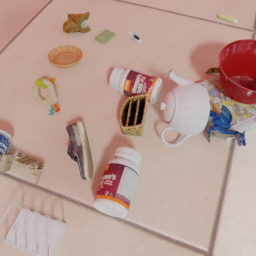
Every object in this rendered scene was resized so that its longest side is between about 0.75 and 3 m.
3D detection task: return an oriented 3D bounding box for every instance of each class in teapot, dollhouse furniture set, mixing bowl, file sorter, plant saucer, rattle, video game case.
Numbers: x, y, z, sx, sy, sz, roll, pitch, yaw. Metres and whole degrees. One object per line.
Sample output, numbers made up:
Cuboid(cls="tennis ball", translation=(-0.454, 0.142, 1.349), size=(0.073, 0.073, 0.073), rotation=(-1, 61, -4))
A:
Cuboid(cls="teapot", translation=(1.932, -0.692, 10.399), size=(1.547, 2.091, 2.118), rotation=(2, 55, -12))
Cuboid(cls="dollhouse furniture set", translation=(-3.691, 1.443, 10.001), size=(1.507, 0.781, 0.667), rotation=(21, 98, 13))
Cuboid(cls="mixing bowl", translation=(4.905, -2.007, 11.266), size=(2.898, 1.569, 2.898), rotation=(0, 56, 0))
Cuboid(cls="file sorter", translation=(-2.948, 3.121, 8.570), size=(1.650, 1.027, 1.145), rotation=(16, 58, 10))
Cuboid(cls="plant saucer", translation=(-2.918, -3.313, 13.146), size=(1.653, 0.309, 1.653), rotation=(0, 47, 0))
Cuboid(cls="rattle", translation=(-3.204, -1.327, 12.009), size=(1.720, 1.229, 1.120), rotation=(45, 98, 9))
Cuboid(cls="video game case", translation=(4.318, -1.083, 11.792), size=(2.643, 0.332, 2.904), rotation=(-23, 59, -15))

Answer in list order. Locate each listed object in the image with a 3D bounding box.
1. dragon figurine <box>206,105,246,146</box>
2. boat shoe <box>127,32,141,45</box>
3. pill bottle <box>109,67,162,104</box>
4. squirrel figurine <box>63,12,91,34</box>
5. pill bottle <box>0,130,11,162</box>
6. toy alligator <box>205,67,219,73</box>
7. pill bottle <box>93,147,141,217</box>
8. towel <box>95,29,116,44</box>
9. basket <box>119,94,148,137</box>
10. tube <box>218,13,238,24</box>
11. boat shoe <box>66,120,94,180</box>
Cuboid(cls="dragon figurine", translation=(3.516, -0.315, 10.754), size=(1.363, 0.807, 2.742), rotation=(-21, 59, 8))
Cuboid(cls="boat shoe", translation=(0.342, -4.629, 14.163), size=(0.383, 0.340, 1.040), rotation=(-33, 62, -20))
Cuboid(cls="pill bottle", translation=(0.316, -1.834, 11.829), size=(2.036, 1.115, 1.115), rotation=(19, 58, 12))
Cuboid(cls="squirrel figurine", translation=(-2.779, -5.446, 14.367), size=(1.422, 1.006, 1.327), rotation=(-38, 57, -26))
Cuboid(cls="pill bottle", translation=(-4.930, 0.927, 10.091), size=(0.926, 0.926, 1.668), rotation=(5, 58, 4))
Cuboid(cls="toy alligator", translation=(4.042, -2.625, 12.666), size=(1.067, 0.354, 0.256), rotation=(2, 98, 25))
Cuboid(cls="pill bottle", translation=(-0.296, 1.767, 9.380), size=(1.164, 1.164, 2.125), rotation=(13, 57, 9))
Cuboid(cls="towel", translation=(-1.160, -4.643, 14.273), size=(0.734, 0.181, 0.990), rotation=(30, 62, 20))
Cuboid(cls="basket", translation=(0.187, -0.539, 10.872), size=(1.032, 1.078, 1.447), rotation=(9, 65, 4))
Cuboid(cls="tube", translation=(5.401, -5.916, 15.092), size=(1.042, 0.271, 0.302), rotation=(26, 98, 11))
Cuboid(cls="boat shoe", translation=(-1.812, 0.829, 10.229), size=(0.816, 0.906, 2.519), rotation=(-15, 55, -2))
